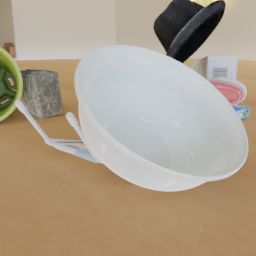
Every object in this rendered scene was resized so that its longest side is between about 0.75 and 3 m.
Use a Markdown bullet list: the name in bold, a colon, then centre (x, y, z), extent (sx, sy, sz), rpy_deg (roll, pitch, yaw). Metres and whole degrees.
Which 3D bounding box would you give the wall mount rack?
- **wall mount rack**: centre (-0.915, 0.115, 5.291), extent (2.300, 0.857, 1.998), rpy_deg (12, 3, 35)

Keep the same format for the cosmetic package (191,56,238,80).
- **cosmetic package**: centre (3.112, -1.844, 10.607), extent (1.036, 1.474, 2.907), rpy_deg (1, 9, 1)

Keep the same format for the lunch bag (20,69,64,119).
- **lunch bag**: centre (-2.943, -1.166, 9.142), extent (0.997, 1.390, 1.695), rpy_deg (-22, 27, -39)

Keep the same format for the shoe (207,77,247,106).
- **shoe**: centre (2.001, -0.841, 8.066), extent (2.588, 0.925, 1.177), rpy_deg (5, 33, 21)

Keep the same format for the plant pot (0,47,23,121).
- **plant pot**: centre (-4.374, -1.319, 8.809), extent (2.391, 2.391, 2.270), rpy_deg (-3, 5, -11)

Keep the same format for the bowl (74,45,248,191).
- **bowl**: centre (0.374, -0.028, 4.655), extent (2.855, 1.283, 2.855), rpy_deg (16, 43, -16)

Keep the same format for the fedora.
- **fedora**: centre (1.719, -3.194, 8.894), extent (1.334, 2.921, 2.921), rpy_deg (47, 30, 8)

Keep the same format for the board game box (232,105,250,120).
- **board game box**: centre (2.524, -0.463, 8.590), extent (1.998, 0.366, 1.511), rpy_deg (-14, 22, -38)
